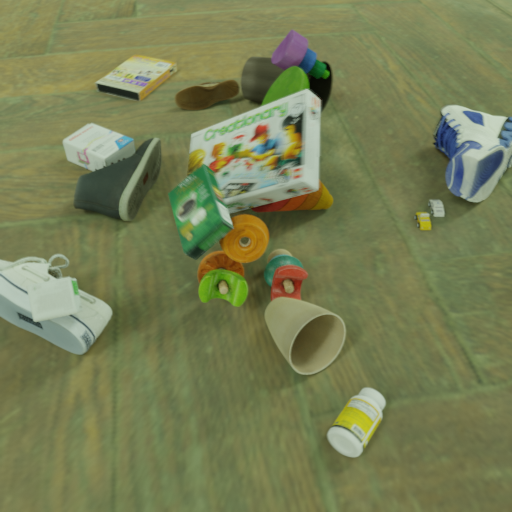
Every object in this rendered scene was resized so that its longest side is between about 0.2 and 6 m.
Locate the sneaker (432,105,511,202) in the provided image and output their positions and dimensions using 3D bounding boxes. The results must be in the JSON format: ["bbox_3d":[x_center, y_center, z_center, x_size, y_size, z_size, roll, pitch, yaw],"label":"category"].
[{"bbox_3d":[4.478,-2.315,12.026,1.807,1.264,3.130,26,43,30],"label":"sneaker"}]

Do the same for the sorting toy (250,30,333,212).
[{"bbox_3d":[1.011,-2.658,11.696,1.570,1.580,4.558,22,58,-27],"label":"sorting toy"}]

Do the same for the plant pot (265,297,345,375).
[{"bbox_3d":[0.631,1.087,8.616,1.027,1.027,1.096,-23,34,-23],"label":"plant pot"}]

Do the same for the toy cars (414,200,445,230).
[{"bbox_3d":[3.460,-0.867,11.102,0.458,0.226,1.021,31,52,28],"label":"toy cars"}]

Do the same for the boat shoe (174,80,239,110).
[{"bbox_3d":[-1.286,-4.153,14.366,1.675,0.604,0.603,-19,22,-8],"label":"boat shoe"}]

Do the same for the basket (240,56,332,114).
[{"bbox_3d":[0.706,-4.289,13.947,1.926,1.310,1.737,17,26,23],"label":"basket"}]

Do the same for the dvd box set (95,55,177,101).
[{"bbox_3d":[-3.237,-4.880,15.253,1.393,0.280,1.904,17,47,17],"label":"dvd box set"}]

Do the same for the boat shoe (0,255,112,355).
[{"bbox_3d":[-3.525,0.485,9.109,2.782,1.028,1.186,22,49,18],"label":"boat shoe"}]

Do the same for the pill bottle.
[{"bbox_3d":[1.398,2.249,7.649,0.501,0.501,0.892,26,49,25],"label":"pill bottle"}]

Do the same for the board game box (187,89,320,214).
[{"bbox_3d":[-0.133,-1.769,10.332,2.820,0.488,1.780,-11,67,37],"label":"board game box"}]

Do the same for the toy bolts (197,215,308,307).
[{"bbox_3d":[-0.005,0.014,9.387,1.769,1.690,1.227,12,24,-13],"label":"toy bolts"}]

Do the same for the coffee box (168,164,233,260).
[{"bbox_3d":[-0.877,-0.710,8.689,0.845,0.302,1.375,-39,47,19],"label":"coffee box"}]

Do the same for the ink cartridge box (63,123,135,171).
[{"bbox_3d":[-3.473,-2.356,12.423,1.285,0.544,0.929,25,49,22],"label":"ink cartridge box"}]

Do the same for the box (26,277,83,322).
[{"bbox_3d":[-2.877,0.623,8.035,0.615,0.612,0.527,-11,88,-11],"label":"box"}]

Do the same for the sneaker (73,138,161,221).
[{"bbox_3d":[-2.796,-1.743,11.527,1.242,0.875,2.339,11,46,7],"label":"sneaker"}]
